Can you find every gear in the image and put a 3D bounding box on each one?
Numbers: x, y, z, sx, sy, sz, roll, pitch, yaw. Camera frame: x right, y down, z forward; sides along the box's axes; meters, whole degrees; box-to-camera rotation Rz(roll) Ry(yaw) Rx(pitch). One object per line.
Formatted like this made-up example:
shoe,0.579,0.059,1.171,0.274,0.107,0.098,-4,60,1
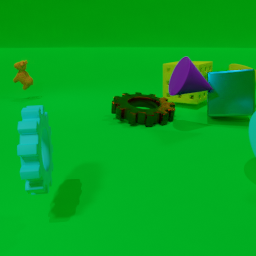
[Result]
gear,-1.175,0.282,3.658,0.209,1.130,1.130,-4,18,-6
gear,0.470,-0.620,8.661,1.944,0.359,1.944,4,26,-2

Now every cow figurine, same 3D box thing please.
cow figurine,-4.114,-2.126,11.120,0.999,0.983,0.548,42,24,-14

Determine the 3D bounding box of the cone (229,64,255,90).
cone,3.918,-1.314,9.881,1.389,1.394,1.389,25,5,-2

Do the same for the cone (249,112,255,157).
cone,2.990,0.014,4.163,1.565,1.565,1.570,-9,-20,-27

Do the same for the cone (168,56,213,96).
cone,1.729,-1.145,7.121,1.028,1.024,1.024,17,14,-15

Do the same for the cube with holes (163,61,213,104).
cube with holes,2.208,-1.724,10.359,1.347,1.347,1.347,10,21,34

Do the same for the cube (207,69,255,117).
cube,3.015,-1.011,8.350,1.264,1.264,1.264,-1,4,16
